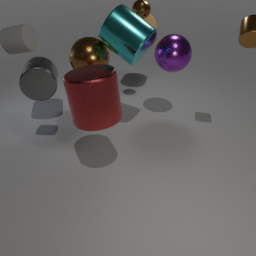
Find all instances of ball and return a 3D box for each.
[{"bbox_3d":[-1.346,-2.467,9.807,1.400,1.400,1.400,0,32,0],"label":"ball"},{"bbox_3d":[1.702,-2.815,10.579,1.400,1.400,1.400,0,32,0],"label":"ball"},{"bbox_3d":[0.499,-4.422,10.434,0.700,0.700,0.700,0,32,0],"label":"ball"}]

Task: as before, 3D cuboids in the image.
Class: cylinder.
[{"bbox_3d":[0.650,-4.528,13.129,1.400,1.400,1.400,3,4,6],"label":"cylinder"},{"bbox_3d":[-0.008,-3.008,9.131,1.400,1.400,1.400,38,39,2],"label":"cylinder"},{"bbox_3d":[3.711,-2.883,8.383,0.700,0.700,0.700,10,66,15],"label":"cylinder"},{"bbox_3d":[-2.885,-2.350,7.436,0.700,0.700,0.700,-4,30,15],"label":"cylinder"},{"bbox_3d":[-0.918,-0.843,7.584,1.400,1.400,1.400,-6,29,3],"label":"cylinder"},{"bbox_3d":[-3.560,-1.995,11.280,1.400,1.400,1.400,-6,32,-10],"label":"cylinder"}]
